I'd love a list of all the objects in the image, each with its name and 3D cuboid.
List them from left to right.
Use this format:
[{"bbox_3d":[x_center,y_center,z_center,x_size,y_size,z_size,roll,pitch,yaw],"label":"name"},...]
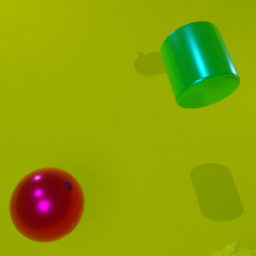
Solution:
[{"bbox_3d":[-1.106,1.052,3.892,1.008,1.008,1.008,0,66,0],"label":"ball"},{"bbox_3d":[1.149,-0.997,4.593,1.033,1.033,1.033,-11,68,-5],"label":"cylinder"},{"bbox_3d":[1.549,2.034,4.075,0.602,0.719,0.999,42,63,3],"label":"monkey head"}]
